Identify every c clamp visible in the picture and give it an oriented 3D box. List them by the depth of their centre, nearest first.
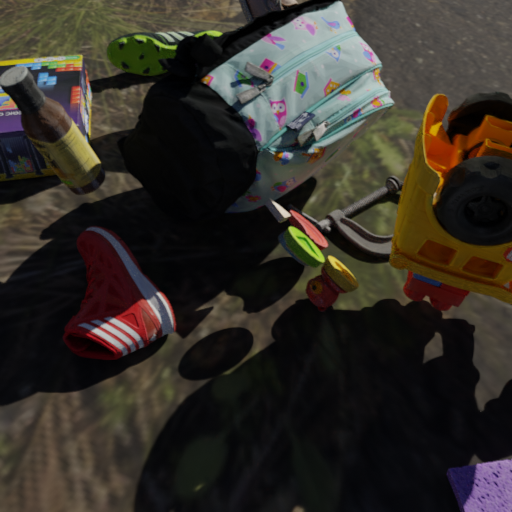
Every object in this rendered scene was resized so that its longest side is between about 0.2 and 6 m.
[{"bbox_3d":[1.872,-0.728,8.783,2.133,0.289,1.822,-25,48,-24],"label":"c clamp"}]

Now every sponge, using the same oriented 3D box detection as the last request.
[{"bbox_3d":[2.465,2.340,5.586,0.989,0.147,0.551,-6,44,-6],"label":"sponge"}]

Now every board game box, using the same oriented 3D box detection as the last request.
[{"bbox_3d":[-4.872,-2.511,10.186,3.518,0.998,2.908,-9,42,-9],"label":"board game box"}]

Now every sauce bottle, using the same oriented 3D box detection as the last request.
[{"bbox_3d":[-2.525,-1.528,6.998,0.583,1.803,0.583,-9,53,11],"label":"sauce bottle"}]

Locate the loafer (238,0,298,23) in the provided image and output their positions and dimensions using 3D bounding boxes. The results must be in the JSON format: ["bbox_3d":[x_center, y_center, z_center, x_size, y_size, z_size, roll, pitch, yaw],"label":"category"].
[{"bbox_3d":[0.502,-4.111,10.230,1.030,1.178,3.276,-22,83,18],"label":"loafer"}]

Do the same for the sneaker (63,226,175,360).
[{"bbox_3d":[-2.068,0.459,7.136,1.221,0.828,2.115,-29,49,-29],"label":"sneaker"}]

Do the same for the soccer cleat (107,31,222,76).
[{"bbox_3d":[-1.986,-4.634,12.678,2.720,0.918,1.103,-9,28,-12],"label":"soccer cleat"}]

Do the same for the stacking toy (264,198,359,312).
[{"bbox_3d":[0.552,-0.002,7.411,0.603,1.293,1.428,-46,45,16],"label":"stacking toy"}]

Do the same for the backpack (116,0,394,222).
[{"bbox_3d":[0.138,-2.127,8.325,3.762,2.381,3.139,-37,11,-26],"label":"backpack"}]

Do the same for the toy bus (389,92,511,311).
[{"bbox_3d":[2.884,-0.262,6.571,2.678,2.571,1.817,18,44,6],"label":"toy bus"}]
